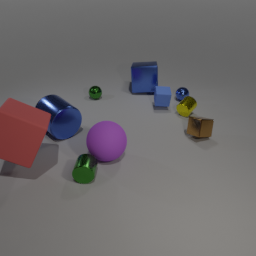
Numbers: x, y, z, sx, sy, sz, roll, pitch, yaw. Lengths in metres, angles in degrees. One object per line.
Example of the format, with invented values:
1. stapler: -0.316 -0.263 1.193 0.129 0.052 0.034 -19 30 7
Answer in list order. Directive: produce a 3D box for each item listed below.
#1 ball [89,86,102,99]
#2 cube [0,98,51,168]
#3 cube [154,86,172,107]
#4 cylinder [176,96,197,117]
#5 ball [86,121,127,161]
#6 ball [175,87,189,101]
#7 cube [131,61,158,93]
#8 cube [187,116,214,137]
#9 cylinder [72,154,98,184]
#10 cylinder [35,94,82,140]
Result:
1. ball: -1.696 -1.850 14.549 0.700 0.700 0.700 0 29 0
2. cube: -3.305 0.119 8.504 1.400 1.400 1.400 23 15 -18
3. cube: 1.637 -1.504 13.317 0.700 0.700 0.700 3 40 -2
4. cylinder: 2.684 -0.992 12.810 0.700 0.700 0.700 23 54 36
5. ball: -0.734 0.447 9.655 1.400 1.400 1.400 0 29 0
6. ball: 2.794 -1.750 14.390 0.700 0.700 0.700 0 29 0
7. cube: 0.923 -2.808 15.352 1.400 1.400 1.400 -2 23 5
8. cube: 2.825 -0.052 10.980 0.700 0.700 0.700 0 12 -33
9. cylinder: -1.357 1.286 8.876 0.700 0.700 0.700 1 29 3
10. cylinder: -2.798 -0.455 11.201 1.400 1.400 1.400 -23 41 -36
